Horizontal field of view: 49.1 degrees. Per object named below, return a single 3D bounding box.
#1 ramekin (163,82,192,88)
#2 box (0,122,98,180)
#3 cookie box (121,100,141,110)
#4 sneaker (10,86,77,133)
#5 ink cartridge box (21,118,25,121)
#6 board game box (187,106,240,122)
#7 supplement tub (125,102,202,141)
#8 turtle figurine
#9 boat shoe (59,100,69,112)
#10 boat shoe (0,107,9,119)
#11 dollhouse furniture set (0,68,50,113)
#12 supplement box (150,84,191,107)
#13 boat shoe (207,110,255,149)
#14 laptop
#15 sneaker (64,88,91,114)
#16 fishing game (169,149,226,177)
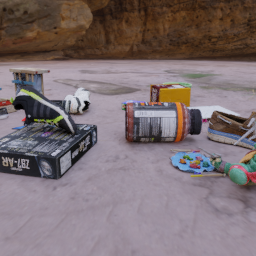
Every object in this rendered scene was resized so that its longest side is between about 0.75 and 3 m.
[{"bbox_3d":[2.827,-2.147,16.260,1.679,0.820,1.679,0,17,0],"label":"ramekin"},{"bbox_3d":[-2.403,0.487,8.193,2.242,0.609,2.799,4,18,13],"label":"box"},{"bbox_3d":[0.284,-1.080,13.633,0.945,0.355,0.808,9,20,27],"label":"cookie box"},{"bbox_3d":[-2.506,-0.344,8.265,2.230,0.800,0.923,34,71,15],"label":"sneaker"},{"bbox_3d":[-3.624,-0.655,11.938,1.623,0.546,0.943,0,19,1],"label":"ink cartridge box"},{"bbox_3d":[3.645,-0.645,12.447,1.844,0.239,1.844,-4,18,-12],"label":"board game box"},{"bbox_3d":[1.137,-0.203,9.274,2.462,1.317,1.317,0,17,-3],"label":"supplement tub"},{"bbox_3d":[2.884,0.665,6.566,2.769,1.394,2.073,-13,-19,-40],"label":"turtle figurine"},{"bbox_3d":[-2.331,-0.485,9.620,0.518,0.649,1.717,13,-29,-11],"label":"boat shoe"},{"bbox_3d":[-5.938,-0.608,11.817,1.637,0.542,0.572,-7,19,-21],"label":"boat shoe"},{"bbox_3d":[-5.261,-1.769,13.200,1.900,1.911,2.712,10,18,30],"label":"dollhouse furniture set"},{"bbox_3d":[2.074,-1.575,14.038,1.562,1.051,1.583,-4,18,-13],"label":"supplement box"},{"bbox_3d":[4.009,0.041,8.833,2.983,1.080,1.078,9,20,27],"label":"boat shoe"},{"bbox_3d":[-3.225,-0.536,10.682,1.742,1.015,1.966,1,59,1],"label":"laptop"},{"bbox_3d":[-2.233,-1.224,13.526,1.049,0.967,2.623,16,23,4],"label":"sneaker"},{"bbox_3d":[1.776,0.861,7.622,1.277,0.277,1.784,1,17,-5],"label":"fishing game"}]
